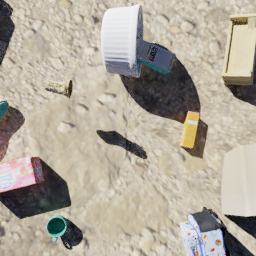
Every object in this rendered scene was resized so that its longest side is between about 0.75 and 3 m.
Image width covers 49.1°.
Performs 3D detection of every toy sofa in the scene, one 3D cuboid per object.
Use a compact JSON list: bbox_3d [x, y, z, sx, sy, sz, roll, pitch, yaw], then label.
[{"bbox_3d":[4.733,-3.203,11.751,1.153,1.359,2.785,7,83,26],"label":"toy sofa"}]

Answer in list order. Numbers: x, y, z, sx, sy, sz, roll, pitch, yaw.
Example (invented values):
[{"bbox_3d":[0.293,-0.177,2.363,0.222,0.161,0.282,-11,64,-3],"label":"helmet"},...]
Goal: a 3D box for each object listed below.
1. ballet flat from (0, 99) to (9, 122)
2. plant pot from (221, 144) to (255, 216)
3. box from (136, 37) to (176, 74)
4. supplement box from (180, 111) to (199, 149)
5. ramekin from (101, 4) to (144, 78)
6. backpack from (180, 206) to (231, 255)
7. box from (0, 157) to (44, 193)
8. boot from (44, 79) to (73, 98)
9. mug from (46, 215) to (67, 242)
[{"bbox_3d":[-5.760,-0.190,11.562,0.827,0.827,2.380,30,83,3],"label":"ballet flat"},{"bbox_3d":[4.991,1.864,10.433,2.692,2.689,2.383,-6,75,-1],"label":"plant pot"},{"bbox_3d":[0.917,-3.045,11.720,2.033,0.500,0.836,21,83,-10],"label":"box"},{"bbox_3d":[2.549,0.093,11.582,0.508,0.491,1.477,10,83,1],"label":"supplement box"},{"bbox_3d":[-0.160,-3.348,10.932,1.318,2.703,2.703,4,84,8],"label":"ramekin"},{"bbox_3d":[2.907,4.279,10.404,1.657,2.151,2.049,-21,89,4],"label":"backpack"},{"bbox_3d":[-4.649,1.899,11.044,2.268,1.164,1.073,-14,84,-2],"label":"box"},{"bbox_3d":[-2.467,-1.487,9.890,0.991,1.275,0.464,17,78,-8],"label":"boot"},{"bbox_3d":[-2.843,3.910,11.095,0.764,0.575,0.930,40,83,-1],"label":"mug"}]
